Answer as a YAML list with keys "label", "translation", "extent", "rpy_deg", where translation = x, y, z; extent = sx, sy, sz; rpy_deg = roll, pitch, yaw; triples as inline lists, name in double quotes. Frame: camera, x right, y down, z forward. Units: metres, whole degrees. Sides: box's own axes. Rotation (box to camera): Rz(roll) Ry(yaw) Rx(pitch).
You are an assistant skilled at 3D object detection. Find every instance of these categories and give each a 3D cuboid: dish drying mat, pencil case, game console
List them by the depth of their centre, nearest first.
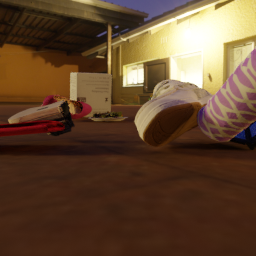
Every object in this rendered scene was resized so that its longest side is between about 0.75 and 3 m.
- label: "pencil case"
  translation: [1.472, -0.448, 3.504]
  extent: [0.662, 0.674, 1.577]
  rpy_deg: [23, -37, -7]
- label: "dish drying mat"
  translation: [-2.345, 0.055, 4.547]
  extent: [2.420, 0.220, 0.930]
  rpy_deg: [-5, 1, 3]
- label: "game console"
  translation: [2.018, -0.133, 4.851]
  extent: [0.671, 1.015, 1.154]
  rpy_deg: [44, 25, 2]

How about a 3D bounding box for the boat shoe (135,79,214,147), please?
- label: "boat shoe"
  translation: [0.777, -0.396, 4.956]
  extent: [0.936, 0.956, 2.700]
  rpy_deg: [47, 28, 17]

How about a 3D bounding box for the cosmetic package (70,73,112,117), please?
- label: "cosmetic package"
  translation: [-1.766, -1.553, 13.002]
  extent: [1.617, 1.961, 1.618]
  rpy_deg: [-2, 11, -21]

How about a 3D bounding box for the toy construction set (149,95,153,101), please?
- label: "toy construction set"
  translation: [0.988, -0.807, 9.453]
  extent: [0.583, 0.759, 0.633]
  rpy_deg: [-4, -24, 32]

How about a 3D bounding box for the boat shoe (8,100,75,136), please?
- label: "boat shoe"
  translation: [-1.654, -0.084, 5.396]
  extent: [1.289, 0.598, 0.481]
  rpy_deg: [-11, 24, 19]

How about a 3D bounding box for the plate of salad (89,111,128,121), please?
- label: "plate of salad"
  translation: [-0.747, -0.454, 10.594]
  extent: [1.507, 0.362, 1.507]
  rpy_deg: [0, 4, 0]

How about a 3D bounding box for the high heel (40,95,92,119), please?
- label: "high heel"
  translation: [-2.233, -0.929, 11.078]
  extent: [2.384, 0.803, 1.144]
  rpy_deg: [4, -24, -41]
